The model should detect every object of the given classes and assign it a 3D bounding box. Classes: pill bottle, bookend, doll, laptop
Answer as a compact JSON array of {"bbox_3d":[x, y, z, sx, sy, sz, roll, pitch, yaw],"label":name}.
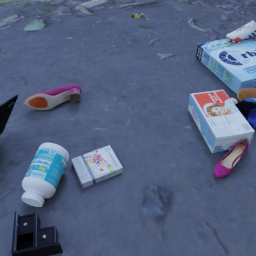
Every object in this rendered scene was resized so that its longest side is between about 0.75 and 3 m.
[{"bbox_3d":[-2.032,1.137,6.803,0.799,0.799,1.442,9,54,9],"label":"pill bottle"},{"bbox_3d":[-1.924,2.235,6.012,0.952,0.438,0.946,-8,45,-8],"label":"bookend"},{"bbox_3d":[3.755,-0.415,8.654,1.147,0.407,1.682,-44,56,-3],"label":"doll"},{"bbox_3d":[-4.181,0.102,7.045,2.355,1.216,2.087,-1,25,10],"label":"laptop"}]

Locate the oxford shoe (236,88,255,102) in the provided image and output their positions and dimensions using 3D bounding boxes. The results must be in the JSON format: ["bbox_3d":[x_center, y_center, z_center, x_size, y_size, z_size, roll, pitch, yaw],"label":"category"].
[{"bbox_3d":[4.603,-0.924,8.837,2.197,0.783,0.784,16,70,15],"label":"oxford shoe"}]

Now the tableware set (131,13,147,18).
[{"bbox_3d":[0.569,-5.823,14.495,0.770,0.118,0.519,15,47,14],"label":"tableware set"}]

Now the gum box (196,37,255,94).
[{"bbox_3d":[4.404,-2.534,10.742,2.416,0.633,2.843,-15,45,-15],"label":"gum box"}]

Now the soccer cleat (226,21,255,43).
[{"bbox_3d":[4.716,-3.876,11.169,1.729,0.736,0.593,-11,43,-14],"label":"soccer cleat"}]

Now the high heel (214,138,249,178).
[{"bbox_3d":[2.712,0.765,7.373,0.447,0.637,1.325,32,53,28],"label":"high heel"}]

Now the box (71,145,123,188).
[{"bbox_3d":[-0.821,1.003,7.426,1.127,0.232,0.878,-18,48,-19],"label":"box"}]

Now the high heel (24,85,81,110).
[{"bbox_3d":[-2.487,-1.070,9.409,1.854,0.625,0.891,-6,30,-10],"label":"high heel"}]

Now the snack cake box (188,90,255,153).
[{"bbox_3d":[2.697,-0.261,8.400,1.146,0.669,1.992,-9,45,-6],"label":"snack cake box"}]
